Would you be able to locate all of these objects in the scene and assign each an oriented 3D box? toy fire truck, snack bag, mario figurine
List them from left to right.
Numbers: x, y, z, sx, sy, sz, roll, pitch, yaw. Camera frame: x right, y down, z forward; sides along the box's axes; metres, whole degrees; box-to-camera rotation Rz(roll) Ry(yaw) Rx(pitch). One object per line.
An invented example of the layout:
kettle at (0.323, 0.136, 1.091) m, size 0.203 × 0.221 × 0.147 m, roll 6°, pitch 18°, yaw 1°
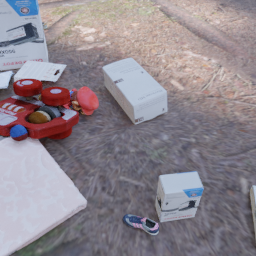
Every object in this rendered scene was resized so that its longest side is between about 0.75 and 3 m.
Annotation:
snack bag at (-5.090, -1.544, 9.511) m, size 2.178 × 0.233 × 2.054 m, roll -11°, pitch 26°, yaw -12°
toy fire truck at (-2.613, -0.287, 7.368) m, size 2.340 × 1.312 × 1.965 m, roll 18°, pitch 33°, yaw 21°
mario figurine at (-1.779, -0.719, 8.754) m, size 1.933 × 1.025 × 1.193 m, roll 8°, pitch 78°, yaw 24°

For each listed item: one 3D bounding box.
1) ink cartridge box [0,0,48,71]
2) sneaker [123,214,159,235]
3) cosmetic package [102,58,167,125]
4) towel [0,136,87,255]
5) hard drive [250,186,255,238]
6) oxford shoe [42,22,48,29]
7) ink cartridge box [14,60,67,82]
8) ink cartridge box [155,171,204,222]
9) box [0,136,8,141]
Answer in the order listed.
ink cartridge box at (-4.171, -3.638, 10.471) m, size 1.917 × 2.651 × 1.117 m, roll -10°, pitch 44°, yaw -11°
sneaker at (0.268, 1.932, 5.813) m, size 0.800 × 0.328 × 0.281 m, roll 14°, pitch 43°, yaw 16°
cosmetic package at (0.170, -1.266, 9.005) m, size 1.197 × 0.871 × 2.354 m, roll -24°, pitch 45°, yaw -15°
towel at (-2.561, 1.361, 6.035) m, size 2.413 × 0.407 × 2.526 m, roll -29°, pitch 61°, yaw -34°
hard drive at (3.770, 2.003, 5.758) m, size 2.215 × 0.296 × 1.461 m, roll 9°, pitch 42°, yaw 9°
oxford shoe at (-4.550, -5.162, 14.003) m, size 1.111 × 0.321 × 0.418 m, roll 8°, pitch 45°, yaw 13°
ink cartridge box at (-3.193, -1.982, 10.338) m, size 1.568 × 0.393 × 1.262 m, roll 8°, pitch 41°, yaw 3°
ink cartridge box at (1.029, 1.440, 5.802) m, size 0.790 × 1.089 × 0.456 m, roll -6°, pitch 44°, yaw -7°
box at (-4.379, 0.816, 7.002) m, size 2.715 × 0.493 × 1.959 m, roll 12°, pitch 42°, yaw 12°
